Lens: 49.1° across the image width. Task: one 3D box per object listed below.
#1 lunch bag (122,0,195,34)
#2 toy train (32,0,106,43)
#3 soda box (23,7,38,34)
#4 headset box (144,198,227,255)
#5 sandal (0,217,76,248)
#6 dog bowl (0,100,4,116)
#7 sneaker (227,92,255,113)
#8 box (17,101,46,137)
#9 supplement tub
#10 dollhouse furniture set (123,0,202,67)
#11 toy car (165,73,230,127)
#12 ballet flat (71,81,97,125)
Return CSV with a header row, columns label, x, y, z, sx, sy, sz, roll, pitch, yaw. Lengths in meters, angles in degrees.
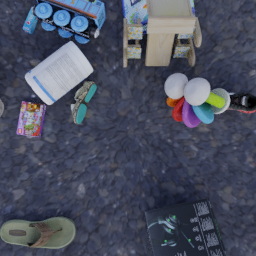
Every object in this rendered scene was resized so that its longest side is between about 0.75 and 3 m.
label,x,y,z,sx,sy,sz,roll,pitch,yaw
lunch bag,1.036,-4.844,10.439,2.612,1.665,2.221,-9,85,15
toy train,-2.206,-4.301,10.576,2.711,1.175,1.549,22,76,6
soda box,-3.752,-4.199,10.944,0.307,0.324,0.956,21,85,2
headset box,1.784,3.716,9.426,2.438,1.131,2.123,-12,65,-2
sandal,-3.201,3.783,9.890,2.751,0.785,1.092,-3,84,0
dog bowl,-5.224,-0.803,10.314,1.170,0.343,1.170,-11,114,-27
sneaker,3.893,-0.990,10.295,2.009,0.982,0.710,7,87,2
box,-3.648,-0.324,10.583,0.858,0.245,1.254,7,84,1
supplement tub,-2.487,-1.978,10.189,2.111,1.393,1.393,-38,85,-4
dollhouse furniture set,1.148,-2.988,9.328,2.599,2.966,1.970,-1,58,-1
toy car,2.241,-0.847,9.662,1.887,2.156,1.617,15,98,-42
ballet flat,-1.774,-0.985,10.559,0.658,0.593,1.747,17,79,24
